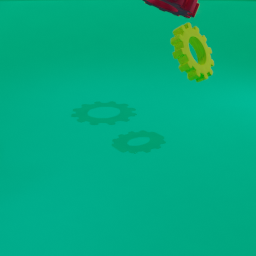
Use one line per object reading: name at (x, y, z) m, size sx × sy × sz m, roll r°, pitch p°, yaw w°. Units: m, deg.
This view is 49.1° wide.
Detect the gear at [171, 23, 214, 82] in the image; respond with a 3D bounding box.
gear at (1.600, -1.838, 6.854) m, size 0.261 × 1.410 × 1.410 m, roll -18°, pitch 9°, yaw 45°

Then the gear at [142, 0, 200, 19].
gear at (1.036, -3.780, 8.146) m, size 2.048 × 0.379 × 2.048 m, roll 20°, pitch 15°, yaw -6°
